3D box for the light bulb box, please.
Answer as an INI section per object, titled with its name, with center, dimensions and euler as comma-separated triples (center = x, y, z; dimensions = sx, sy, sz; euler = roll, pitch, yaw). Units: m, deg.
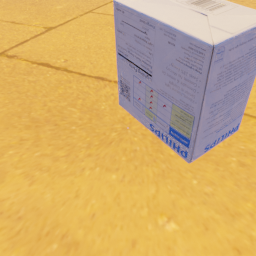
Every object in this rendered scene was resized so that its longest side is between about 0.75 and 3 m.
[light bulb box]
center = 0.600, -0.660, 3.220
dimensions = 0.901, 1.443, 1.431
euler = -28, 49, -25
